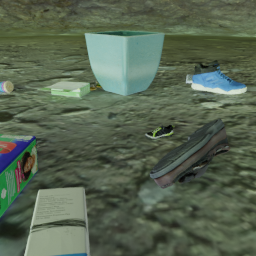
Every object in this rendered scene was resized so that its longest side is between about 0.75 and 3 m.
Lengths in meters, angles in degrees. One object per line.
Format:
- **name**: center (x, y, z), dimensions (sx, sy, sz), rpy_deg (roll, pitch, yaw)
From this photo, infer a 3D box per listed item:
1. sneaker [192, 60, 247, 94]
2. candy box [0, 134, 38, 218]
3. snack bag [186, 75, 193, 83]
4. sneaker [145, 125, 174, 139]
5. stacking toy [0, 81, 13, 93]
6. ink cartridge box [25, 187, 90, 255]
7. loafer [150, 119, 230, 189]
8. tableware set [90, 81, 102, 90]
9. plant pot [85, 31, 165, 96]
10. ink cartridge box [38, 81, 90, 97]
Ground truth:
- **sneaker**: center (4.060, -2.292, 12.434), dimensions (2.395, 1.332, 0.919), rpy_deg (14, 26, 30)
- **candy box**: center (-3.091, 0.940, 5.092), dimensions (2.059, 0.938, 2.436), rpy_deg (3, 24, 4)
- **snack bag**: center (3.841, -2.537, 14.577), dimensions (1.594, 0.171, 1.503), rpy_deg (4, 23, 11)
- **sneaker**: center (0.899, 0.069, 7.972), dimensions (0.882, 0.365, 0.316), rpy_deg (-8, 24, -19)
- **stacking toy**: center (-5.777, -1.846, 12.601), dimensions (1.211, 0.517, 0.517), rpy_deg (3, 22, 24)
- **ink cartridge box**: center (-0.774, 1.581, 3.296), dimensions (0.648, 1.122, 1.537), rpy_deg (-3, 23, -8)
- **loafer**: center (1.550, 0.619, 6.013), dimensions (1.009, 0.884, 2.807), rpy_deg (-31, -1, 43)
- **tableware set**: center (-1.601, -1.995, 13.205), dimensions (1.368, 0.210, 0.922), rpy_deg (-3, 23, -9)
- **plant pot**: center (-0.146, -2.843, 12.223), dimensions (2.467, 2.520, 2.474), rpy_deg (21, 30, 40)
- **ink cartridge box**: center (-2.645, -1.572, 11.822), dimensions (1.418, 0.467, 1.948), rpy_deg (7, 23, 17)
